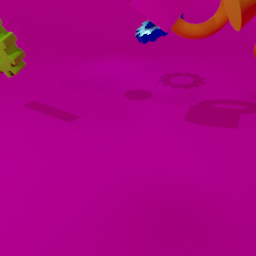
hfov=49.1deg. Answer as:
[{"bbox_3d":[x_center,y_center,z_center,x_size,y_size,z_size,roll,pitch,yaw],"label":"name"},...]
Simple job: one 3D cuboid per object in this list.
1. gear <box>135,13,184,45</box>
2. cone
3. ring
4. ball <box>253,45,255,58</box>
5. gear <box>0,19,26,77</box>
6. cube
[{"bbox_3d":[1.089,-3.651,9.908,1.785,0.330,1.785,-26,32,18],"label":"gear"},{"bbox_3d":[2.052,-2.105,4.397,0.868,0.864,0.864,-18,30,12],"label":"cone"},{"bbox_3d":[1.758,-3.259,7.115,1.936,1.936,0.387,9,25,15],"label":"ring"},{"bbox_3d":[3.989,-2.221,8.001,0.743,0.743,0.743,0,32,0],"label":"ball"},{"bbox_3d":[-3.735,-2.318,7.563,2.084,2.084,0.385,19,58,28],"label":"gear"},{"bbox_3d":[0.867,-3.114,6.332,1.114,1.114,1.114,33,47,-9],"label":"cube"}]
